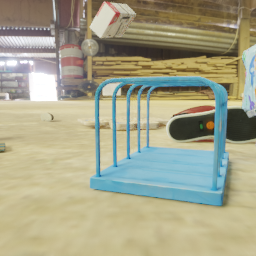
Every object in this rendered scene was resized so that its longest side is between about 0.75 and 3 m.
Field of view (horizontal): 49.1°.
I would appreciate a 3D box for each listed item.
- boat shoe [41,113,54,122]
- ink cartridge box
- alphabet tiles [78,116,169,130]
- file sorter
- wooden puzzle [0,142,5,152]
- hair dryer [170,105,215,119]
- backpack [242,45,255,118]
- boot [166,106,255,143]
[{"bbox_3d":[-2.777,-0.385,9.787,0.259,0.312,0.869,-10,6,-38],"label":"boat shoe"},{"bbox_3d":[-0.483,-3.655,9.554,1.023,0.596,1.405,-49,-9,34],"label":"ink cartridge box"},{"bbox_3d":[-0.144,-0.177,8.484,2.561,0.191,2.618,-2,7,-19],"label":"alphabet tiles"},{"bbox_3d":[0.508,-0.001,3.265,1.236,1.093,1.781,2,8,21],"label":"file sorter"},{"bbox_3d":[-2.383,0.341,4.648,0.632,0.075,1.066,-3,7,-22],"label":"wooden puzzle"},{"bbox_3d":[1.929,-0.245,8.395,1.745,0.622,2.291,-14,-6,28],"label":"hair dryer"},{"bbox_3d":[2.694,-0.528,3.288,2.423,2.055,2.729,-1,-4,11],"label":"backpack"},{"bbox_3d":[1.822,-0.104,5.913,1.976,0.715,1.425,-2,5,10],"label":"boot"}]
